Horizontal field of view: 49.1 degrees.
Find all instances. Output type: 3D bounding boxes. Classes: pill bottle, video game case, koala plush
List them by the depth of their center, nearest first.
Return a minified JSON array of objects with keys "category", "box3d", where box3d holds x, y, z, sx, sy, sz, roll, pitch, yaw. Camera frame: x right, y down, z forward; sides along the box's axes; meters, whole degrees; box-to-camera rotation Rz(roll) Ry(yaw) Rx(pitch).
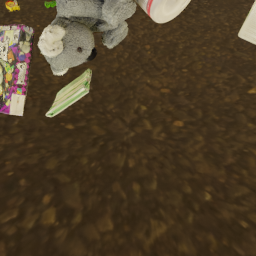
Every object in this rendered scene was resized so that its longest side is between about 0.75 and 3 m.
[{"category":"koala plush","box3d":[-1.140,-2.098,6.021,1.817,1.754,1.978,33,84,-4]},{"category":"video game case","box3d":[-3.020,-1.341,6.396,2.081,1.886,0.373,12,4,34]},{"category":"pill bottle","box3d":[0.624,-5.033,9.021,1.768,1.768,2.957,-30,74,-27]}]

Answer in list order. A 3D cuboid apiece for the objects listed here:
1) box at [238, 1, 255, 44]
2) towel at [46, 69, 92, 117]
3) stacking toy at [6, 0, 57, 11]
[{"category":"box","box3d":[3.532,-2.593,6.033,1.529,1.310,1.521,29,68,10]},{"category":"towel","box3d":[-1.402,-0.879,6.826,1.201,0.184,1.575,-33,25,12]},{"category":"stacking toy","box3d":[-2.615,-3.735,7.504,1.404,1.059,0.330,-15,64,-19]}]
